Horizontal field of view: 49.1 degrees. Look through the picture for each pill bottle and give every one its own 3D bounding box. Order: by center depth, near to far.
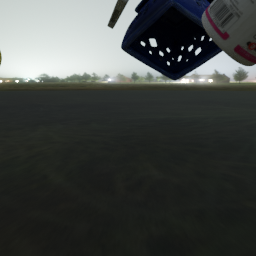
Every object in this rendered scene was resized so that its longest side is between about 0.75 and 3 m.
[{"bbox_3d":[2.681,-2.442,4.782,1.473,1.473,2.599,-9,-27,-44],"label":"pill bottle"}]

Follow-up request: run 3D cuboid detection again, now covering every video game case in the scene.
[{"bbox_3d":[0.131,-3.819,7.425,0.250,1.984,2.771,28,3,-12],"label":"video game case"}]

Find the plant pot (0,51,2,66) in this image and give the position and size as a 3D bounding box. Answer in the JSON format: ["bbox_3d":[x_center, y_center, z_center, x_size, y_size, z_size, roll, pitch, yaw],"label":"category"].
[{"bbox_3d":[-1.802,-0.928,2.867,0.872,0.872,0.619,-3,-26,-19],"label":"plant pot"}]

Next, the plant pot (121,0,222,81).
[{"bbox_3d":[1.444,-3.199,8.509,2.345,2.108,2.345,24,-31,-27],"label":"plant pot"}]
